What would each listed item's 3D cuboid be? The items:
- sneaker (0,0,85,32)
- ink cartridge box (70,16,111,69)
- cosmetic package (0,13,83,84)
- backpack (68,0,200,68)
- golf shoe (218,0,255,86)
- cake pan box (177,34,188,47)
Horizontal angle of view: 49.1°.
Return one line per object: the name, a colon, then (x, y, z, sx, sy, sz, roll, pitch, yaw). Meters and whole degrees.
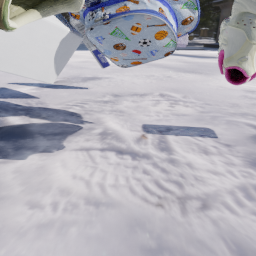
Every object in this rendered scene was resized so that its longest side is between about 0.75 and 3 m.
sneaker: (-1.820, -1.716, 3.298, 2.879, 0.965, 1.293, -23, 67, -30)
ink cartridge box: (-1.206, -3.340, 9.337, 0.439, 1.988, 2.025, -19, 50, 17)
cosmetic package: (-2.779, -2.463, 6.182, 2.461, 1.513, 2.453, 48, 21, 26)
backpack: (0.267, -2.836, 6.529, 2.717, 2.197, 2.852, -17, -16, 23)
golf shoe: (1.830, -1.254, 4.619, 0.958, 1.164, 2.543, 24, 8, 15)
cake pan box: (1.538, -3.900, 10.737, 1.523, 1.653, 0.432, 1, -1, 3)
